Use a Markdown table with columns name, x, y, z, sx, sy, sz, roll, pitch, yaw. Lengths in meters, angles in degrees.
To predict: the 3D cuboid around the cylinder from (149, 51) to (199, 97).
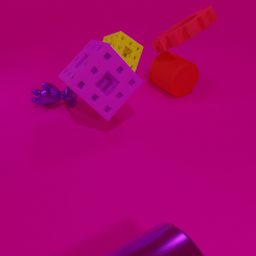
| name | x | y | z | sx | sy | sz | roll | pitch | yaw |
| --- | --- | --- | --- | --- | --- | --- | --- | --- | --- |
| cylinder | 1.403 | -1.658 | 8.594 | 1.095 | 1.095 | 1.095 | -20 | 41 | -26 |

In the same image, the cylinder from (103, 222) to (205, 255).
| name | x | y | z | sx | sy | sz | roll | pitch | yaw |
| --- | --- | --- | --- | --- | --- | --- | --- | --- | --- |
| cylinder | 0.231 | 2.007 | 3.360 | 1.278 | 1.278 | 1.278 | -20 | 40 | -25 |

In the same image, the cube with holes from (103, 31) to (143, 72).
| name | x | y | z | sx | sy | sz | roll | pitch | yaw |
| --- | --- | --- | --- | --- | --- | --- | --- | --- | --- |
| cube with holes | -0.289 | -2.331 | 8.966 | 0.952 | 0.952 | 0.952 | 24 | -10 | -36 |

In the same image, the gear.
| name | x | y | z | sx | sy | sz | roll | pitch | yaw |
| --- | --- | --- | --- | --- | --- | --- | --- | --- | --- |
| gear | 1.628 | -2.888 | 8.261 | 1.939 | 0.359 | 1.939 | -30 | 18 | 11 |

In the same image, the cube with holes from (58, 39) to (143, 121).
| name | x | y | z | sx | sy | sz | roll | pitch | yaw |
| --- | --- | --- | --- | --- | --- | --- | --- | --- | --- |
| cube with holes | -0.688 | -1.182 | 6.749 | 1.252 | 1.252 | 1.252 | -48 | 30 | -1 |

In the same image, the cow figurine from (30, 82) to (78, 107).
| name | x | y | z | sx | sy | sz | roll | pitch | yaw |
| --- | --- | --- | --- | --- | --- | --- | --- | --- | --- |
| cow figurine | -2.054 | -0.901 | 7.993 | 1.115 | 1.097 | 0.612 | -16 | 69 | 35 |
